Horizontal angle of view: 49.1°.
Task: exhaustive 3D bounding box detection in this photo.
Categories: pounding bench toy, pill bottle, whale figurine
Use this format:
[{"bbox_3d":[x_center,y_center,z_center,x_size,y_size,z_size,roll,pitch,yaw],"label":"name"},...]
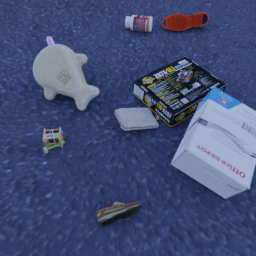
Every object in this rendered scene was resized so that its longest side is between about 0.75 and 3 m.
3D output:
[{"bbox_3d":[-2.566,0.478,9.734,0.661,0.526,0.847,-5,51,-4],"label":"pounding bench toy"},{"bbox_3d":[0.553,-5.352,14.304,1.331,0.752,0.752,8,51,6],"label":"pill bottle"},{"bbox_3d":[-2.383,-1.965,11.251,2.910,1.510,2.315,42,93,9],"label":"whale figurine"}]

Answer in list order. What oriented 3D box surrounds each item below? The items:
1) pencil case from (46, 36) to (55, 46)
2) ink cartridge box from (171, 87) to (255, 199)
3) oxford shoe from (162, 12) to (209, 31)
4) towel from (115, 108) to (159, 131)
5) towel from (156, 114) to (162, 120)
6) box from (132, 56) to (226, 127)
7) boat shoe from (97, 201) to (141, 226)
[{"bbox_3d":[-3.750,-4.144,13.594,0.332,0.338,0.791,-21,55,-13],"label":"pencil case"},{"bbox_3d":[2.962,0.418,8.991,2.094,1.208,2.887,32,56,1],"label":"ink cartridge box"},{"bbox_3d":[2.925,-5.482,14.512,2.331,0.830,0.845,-2,18,3],"label":"oxford shoe"},{"bbox_3d":[0.317,-0.335,10.328,1.525,0.263,1.011,-3,47,-27],"label":"towel"},{"bbox_3d":[1.464,-0.518,10.826,0.780,0.089,0.562,2,51,2],"label":"towel"},{"bbox_3d":[2.048,-1.576,11.204,2.946,0.727,2.352,-30,55,-25],"label":"box"},{"bbox_3d":[-0.288,2.393,8.211,1.339,0.506,0.494,-16,50,-14],"label":"boat shoe"}]
